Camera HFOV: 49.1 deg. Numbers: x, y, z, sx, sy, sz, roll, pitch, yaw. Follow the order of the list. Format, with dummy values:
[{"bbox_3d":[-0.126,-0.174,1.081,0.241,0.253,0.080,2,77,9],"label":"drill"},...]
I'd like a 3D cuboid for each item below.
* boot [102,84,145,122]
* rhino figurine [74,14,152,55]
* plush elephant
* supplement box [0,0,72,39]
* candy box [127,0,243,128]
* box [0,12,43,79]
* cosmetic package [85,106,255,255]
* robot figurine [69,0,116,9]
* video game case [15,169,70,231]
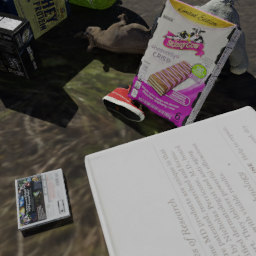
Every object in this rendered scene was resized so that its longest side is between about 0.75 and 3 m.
[{"bbox_3d":[0.077,-0.735,7.449,1.262,0.457,0.911,30,57,25],"label":"boot"},{"bbox_3d":[-0.247,-2.877,8.783,2.999,0.897,1.311,3,53,4],"label":"rhino figurine"},{"bbox_3d":[1.969,-2.439,7.765,2.120,2.738,2.255,-31,65,0],"label":"plush elephant"},{"bbox_3d":[-3.697,-4.370,9.429,2.423,1.627,2.420,28,58,20],"label":"supplement box"},{"bbox_3d":[1.254,-1.501,6.701,1.735,2.545,0.776,33,25,21],"label":"candy box"},{"bbox_3d":[-3.619,-2.430,8.031,1.872,1.533,0.806,17,55,14],"label":"box"},{"bbox_3d":[1.060,1.541,4.492,2.825,2.364,2.349,-17,55,-10],"label":"cosmetic package"},{"bbox_3d":[-1.509,-5.267,10.092,2.815,1.628,2.469,21,25,16],"label":"robot figurine"},{"bbox_3d":[-1.832,1.489,5.958,1.020,0.131,1.122,-13,55,-10],"label":"video game case"}]
